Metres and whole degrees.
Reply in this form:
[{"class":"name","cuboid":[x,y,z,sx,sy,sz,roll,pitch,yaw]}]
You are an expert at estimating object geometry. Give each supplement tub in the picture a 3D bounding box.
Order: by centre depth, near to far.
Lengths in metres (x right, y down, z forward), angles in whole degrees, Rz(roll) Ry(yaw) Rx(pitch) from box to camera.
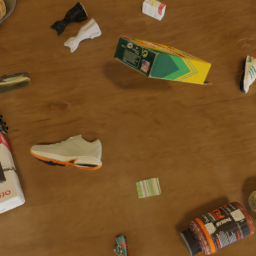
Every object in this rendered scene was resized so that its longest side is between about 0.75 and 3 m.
[{"class":"supplement tub","cuboid":[2.798,3.266,8.937,2.138,1.144,1.144,-22,75,-7]}]

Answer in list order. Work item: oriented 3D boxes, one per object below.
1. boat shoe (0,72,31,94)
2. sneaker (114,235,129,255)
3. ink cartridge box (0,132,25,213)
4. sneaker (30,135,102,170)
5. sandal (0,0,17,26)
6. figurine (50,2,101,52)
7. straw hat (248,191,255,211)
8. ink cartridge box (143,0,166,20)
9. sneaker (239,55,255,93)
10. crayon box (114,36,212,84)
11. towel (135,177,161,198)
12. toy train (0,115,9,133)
[{"class":"boat shoe","cuboid":[-4.598,-1.747,10.663,1.724,0.616,0.567,-13,67,-7]},{"class":"sneaker","cuboid":[-0.228,4.041,9.160,0.458,0.380,0.958,-11,66,7]},{"class":"ink cartridge box","cuboid":[-4.720,1.582,9.228,1.814,1.053,2.514,-21,71,-16]},{"class":"sneaker","cuboid":[-2.109,0.750,9.859,2.481,0.939,1.141,9,67,-5]},{"class":"sandal","cuboid":[-5.450,-4.836,11.466,0.999,0.667,2.445,29,76,8]},{"class":"figurine","cuboid":[-2.129,-4.003,11.313,1.547,0.683,1.586,-37,78,-2]},{"class":"straw hat","cuboid":[4.421,2.474,9.396,0.626,1.478,1.478,1,69,43]},{"class":"ink cartridge box","cuboid":[1.065,-4.907,11.512,0.849,0.616,0.354,28,74,8]},{"class":"sneaker","cuboid":[4.768,-2.044,10.731,0.739,0.556,1.581,12,72,9]},{"class":"crayon box","cuboid":[1.092,-1.826,7.674,1.593,2.510,0.638,39,120,42]},{"class":"towel","cuboid":[0.709,2.099,9.812,0.803,0.123,0.599,-12,72,-1]},{"class":"toy train","cuboid":[-4.921,-0.444,10.433,0.369,0.274,1.609,-31,76,-5]}]
